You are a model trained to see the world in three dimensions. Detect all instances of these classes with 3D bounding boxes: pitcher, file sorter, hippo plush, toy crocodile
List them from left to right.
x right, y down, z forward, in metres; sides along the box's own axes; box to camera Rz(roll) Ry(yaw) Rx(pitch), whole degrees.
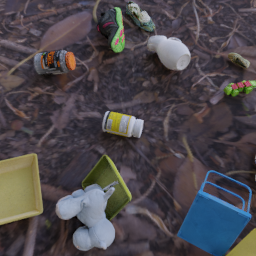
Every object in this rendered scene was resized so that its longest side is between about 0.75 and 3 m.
[{"bbox_3d":[-0.922,2.491,7.835,1.948,1.551,1.566,-20,90,7],"label":"hippo plush"},{"bbox_3d":[1.848,-3.136,11.324,1.516,1.071,1.767,-23,50,-22],"label":"pitcher"},{"bbox_3d":[2.184,2.144,7.054,1.207,1.739,1.067,24,37,16],"label":"file sorter"},{"bbox_3d":[4.275,-1.556,10.640,1.399,0.432,0.472,-13,59,-8],"label":"toy crocodile"}]

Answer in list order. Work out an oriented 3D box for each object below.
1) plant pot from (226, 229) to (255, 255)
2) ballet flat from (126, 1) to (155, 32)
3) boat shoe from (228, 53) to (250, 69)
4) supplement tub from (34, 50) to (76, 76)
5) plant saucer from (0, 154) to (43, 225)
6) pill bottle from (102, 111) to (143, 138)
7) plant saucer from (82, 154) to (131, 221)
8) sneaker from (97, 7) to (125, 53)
[{"bbox_3d":[3.198,3.612,6.770,1.836,1.836,1.620,-33,55,-18],"label":"plant pot"},{"bbox_3d":[0.520,-5.109,12.689,0.710,0.710,1.914,-34,64,-19],"label":"ballet flat"},{"bbox_3d":[4.488,-2.737,11.425,0.956,0.349,0.301,37,60,12],"label":"boat shoe"},{"bbox_3d":[-2.809,-2.521,10.835,1.408,0.863,0.863,-4,58,12],"label":"supplement tub"},{"bbox_3d":[-3.612,1.940,8.473,2.000,0.485,2.000,-13,59,-8],"label":"plant saucer"},{"bbox_3d":[-0.168,-0.098,9.569,1.290,0.737,0.737,13,59,8],"label":"pill bottle"},{"bbox_3d":[-0.580,1.812,8.177,0.374,1.562,1.560,-1,49,-46],"label":"plant saucer"},{"bbox_3d":[-0.750,-4.108,11.954,1.149,1.052,2.742,-7,48,2],"label":"sneaker"}]
